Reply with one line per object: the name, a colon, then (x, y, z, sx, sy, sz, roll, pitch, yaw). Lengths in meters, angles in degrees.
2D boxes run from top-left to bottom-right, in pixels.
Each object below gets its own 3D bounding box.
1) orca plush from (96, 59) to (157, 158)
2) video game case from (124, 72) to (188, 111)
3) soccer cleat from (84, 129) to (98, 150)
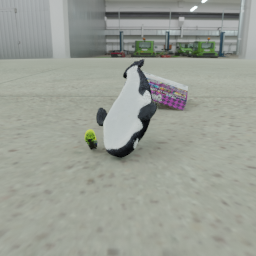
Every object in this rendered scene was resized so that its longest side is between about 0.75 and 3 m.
orca plush: (0.077, -0.374, 7.116, 1.536, 1.038, 2.919, -19, 45, 15)
video game case: (1.232, -1.636, 11.542, 2.471, 0.442, 2.240, 19, 26, 4)
soccer cleat: (-0.872, 0.217, 6.537, 0.259, 0.801, 0.335, -9, 59, -4)
